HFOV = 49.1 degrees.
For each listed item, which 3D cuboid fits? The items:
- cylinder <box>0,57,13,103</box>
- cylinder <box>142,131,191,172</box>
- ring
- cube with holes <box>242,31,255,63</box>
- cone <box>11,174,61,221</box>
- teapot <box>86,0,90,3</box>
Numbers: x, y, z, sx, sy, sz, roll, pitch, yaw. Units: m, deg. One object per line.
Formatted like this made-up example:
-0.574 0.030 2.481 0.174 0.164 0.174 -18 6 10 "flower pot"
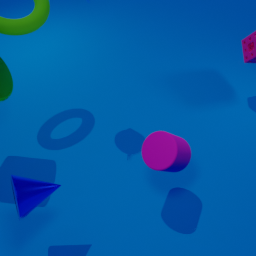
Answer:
-3.594 -1.012 6.325 1.355 1.355 1.355 -20 47 18 "cylinder"
0.869 0.548 6.260 0.848 0.848 0.848 -7 76 32 "cylinder"
-2.990 -3.214 7.099 1.960 0.392 1.960 7 69 -18 "ring"
4.049 -2.455 8.515 0.741 0.741 0.741 -2 83 -16 "cube with holes"
-1.741 1.236 5.480 0.883 0.880 0.880 -11 49 -26 "cone"
-1.193 -3.391 6.418 0.919 1.478 0.724 -9 87 15 "teapot"
